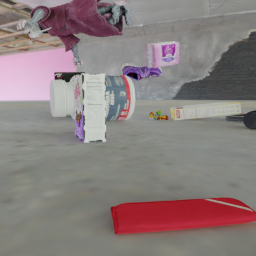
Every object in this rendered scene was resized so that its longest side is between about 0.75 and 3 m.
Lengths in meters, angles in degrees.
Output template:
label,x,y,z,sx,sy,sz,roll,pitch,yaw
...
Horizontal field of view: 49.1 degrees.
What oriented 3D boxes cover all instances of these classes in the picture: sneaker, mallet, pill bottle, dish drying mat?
label,x,y,z,sx,sy,sz,roll,pitch,yaw
sneaker,0.586,-2.282,11.951,1.782,0.743,0.718,-2,-38,-11
mallet,4.585,-0.088,7.703,0.919,0.575,2.792,-5,12,-35
pill bottle,-1.394,-1.137,10.730,2.970,1.776,1.776,-4,8,-22
dish drying mat,0.461,0.728,2.404,1.193,0.109,0.458,-1,8,-8

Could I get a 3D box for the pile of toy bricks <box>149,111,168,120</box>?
label,x,y,z,sx,sy,sz,roll,pitch,yaw
pile of toy bricks,1.287,-0.549,11.535,0.453,0.403,0.816,-7,10,-44

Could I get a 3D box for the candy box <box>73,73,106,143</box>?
label,x,y,z,sx,sy,sz,roll,pitch,yaw
candy box,-0.921,-0.495,6.590,0.538,1.504,1.262,-3,7,-19

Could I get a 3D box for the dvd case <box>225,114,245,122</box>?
label,x,y,z,sx,sy,sz,roll,pitch,yaw
dvd case,5.550,-0.398,10.986,2.951,0.236,2.194,-7,10,-43

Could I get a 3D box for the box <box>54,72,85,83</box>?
label,x,y,z,sx,sy,sz,roll,pitch,yaw
box,-2.915,-1.820,14.642,1.597,2.150,1.336,0,7,-2

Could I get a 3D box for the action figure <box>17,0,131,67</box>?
label,x,y,z,sx,sy,sz,roll,pitch,yaw
action figure,-1.458,-2.788,6.910,2.769,2.062,1.855,-1,-19,19

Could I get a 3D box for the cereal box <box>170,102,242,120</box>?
label,x,y,z,sx,sy,sz,roll,pitch,yaw
cereal box,3.145,-0.730,11.729,2.621,0.518,1.886,-6,6,6

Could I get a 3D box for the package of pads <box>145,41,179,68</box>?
label,x,y,z,sx,sy,sz,roll,pitch,yaw
package of pads,1.343,-2.862,10.884,1.488,0.896,0.563,-19,26,-37
